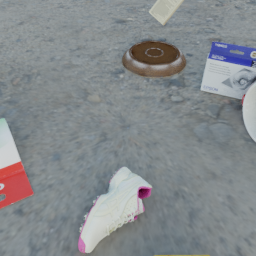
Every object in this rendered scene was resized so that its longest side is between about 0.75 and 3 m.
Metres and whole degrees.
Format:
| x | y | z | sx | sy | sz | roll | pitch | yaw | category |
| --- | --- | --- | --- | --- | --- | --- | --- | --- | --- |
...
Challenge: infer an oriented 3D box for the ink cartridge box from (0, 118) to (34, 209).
| x | y | z | sx | sy | sz | roll | pitch | yaw | category |
| --- | --- | --- | --- | --- | --- | --- | --- | --- | --- |
| -3.747 | 0.987 | 6.955 | 2.050 | 0.638 | 2.548 | -22 | 46 | -21 | ink cartridge box |

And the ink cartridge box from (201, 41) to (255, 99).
| x | y | z | sx | sy | sz | roll | pitch | yaw | category |
| --- | --- | --- | --- | --- | --- | --- | --- | --- | --- |
| 3.370 | -1.826 | 9.133 | 1.708 | 1.711 | 0.347 | 15 | 41 | 17 | ink cartridge box |

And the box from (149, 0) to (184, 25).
| x | y | z | sx | sy | sz | roll | pitch | yaw | category |
| --- | --- | --- | --- | --- | --- | --- | --- | --- | --- |
| 1.168 | -3.503 | 7.732 | 0.565 | 1.191 | 0.463 | 42 | 20 | -3 | box |

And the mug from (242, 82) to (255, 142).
| x | y | z | sx | sy | sz | roll | pitch | yaw | category |
| --- | --- | --- | --- | --- | --- | --- | --- | --- | --- |
| 4.869 | -0.769 | 7.961 | 2.764 | 1.844 | 2.454 | -9 | 48 | -14 | mug |

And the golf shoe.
| x | y | z | sx | sy | sz | roll | pitch | yaw | category |
| --- | --- | --- | --- | --- | --- | --- | --- | --- | --- |
| -0.223 | 1.761 | 5.992 | 0.982 | 0.808 | 2.147 | 22 | 48 | 18 | golf shoe |

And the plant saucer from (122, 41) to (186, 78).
| x | y | z | sx | sy | sz | roll | pitch | yaw | category |
| --- | --- | --- | --- | --- | --- | --- | --- | --- | --- |
| 1.049 | -2.884 | 11.246 | 2.616 | 0.420 | 2.616 | 1 | 43 | -1 | plant saucer |
